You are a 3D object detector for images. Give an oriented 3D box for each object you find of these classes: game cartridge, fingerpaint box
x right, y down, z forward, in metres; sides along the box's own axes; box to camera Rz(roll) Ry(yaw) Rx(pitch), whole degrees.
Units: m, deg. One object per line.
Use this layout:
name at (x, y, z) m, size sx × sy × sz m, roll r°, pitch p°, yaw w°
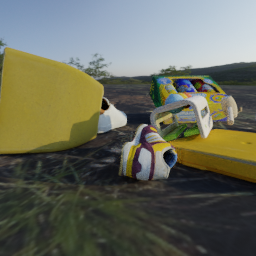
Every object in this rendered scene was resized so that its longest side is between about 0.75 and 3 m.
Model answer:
game cartridge at (2.673, 0.556, 6.323) m, size 2.634 × 0.485 × 2.988 m, roll -10°, pitch 12°, yaw -42°
fingerpaint box at (2.543, -1.270, 11.728) m, size 2.754 × 1.010 × 2.297 m, roll -2°, pitch 39°, yaw -12°

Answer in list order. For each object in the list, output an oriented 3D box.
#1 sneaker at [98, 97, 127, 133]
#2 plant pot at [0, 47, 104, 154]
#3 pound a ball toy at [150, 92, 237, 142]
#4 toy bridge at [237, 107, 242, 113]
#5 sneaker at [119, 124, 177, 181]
sneaker at (-0.686, -0.590, 10.255) m, size 0.999 × 1.161 × 2.744 m, roll 1°, pitch 10°, yaw 15°
plant pot at (-2.097, -0.672, 7.772) m, size 2.536 × 2.463 × 2.479 m, roll 6°, pitch 8°, yaw -19°
pound a ball toy at (1.958, -0.498, 7.866) m, size 1.949 × 1.270 × 2.989 m, roll -17°, pitch 3°, yaw 23°
toy bridge at (4.831, -0.753, 13.025) m, size 1.140 × 0.383 × 0.155 m, roll -4°, pitch 12°, yaw -19°
sneaker at (0.532, 0.520, 5.826) m, size 0.993 × 0.826 × 2.204 m, roll 12°, pitch 19°, yaw 12°
